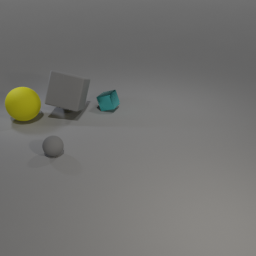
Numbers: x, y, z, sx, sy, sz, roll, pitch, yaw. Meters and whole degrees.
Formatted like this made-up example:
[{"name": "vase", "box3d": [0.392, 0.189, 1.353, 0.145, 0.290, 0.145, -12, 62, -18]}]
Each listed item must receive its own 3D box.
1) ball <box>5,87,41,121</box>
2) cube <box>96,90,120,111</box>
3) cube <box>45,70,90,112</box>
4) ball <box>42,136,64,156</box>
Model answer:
[{"name": "ball", "box3d": [-4.326, -0.989, 11.575, 1.400, 1.400, 1.400, 0, 29, 0]}, {"name": "cube", "box3d": [-0.883, -1.245, 12.657, 0.700, 0.700, 0.700, -7, 23, 28]}, {"name": "cube", "box3d": [-2.533, -1.583, 11.913, 1.400, 1.400, 1.400, 14, 10, 1]}, {"name": "ball", "box3d": [-2.531, 0.603, 9.459, 0.700, 0.700, 0.700, 0, 29, 0]}]
